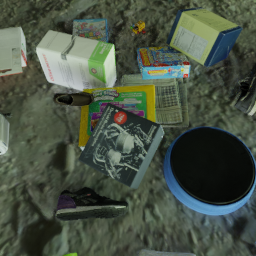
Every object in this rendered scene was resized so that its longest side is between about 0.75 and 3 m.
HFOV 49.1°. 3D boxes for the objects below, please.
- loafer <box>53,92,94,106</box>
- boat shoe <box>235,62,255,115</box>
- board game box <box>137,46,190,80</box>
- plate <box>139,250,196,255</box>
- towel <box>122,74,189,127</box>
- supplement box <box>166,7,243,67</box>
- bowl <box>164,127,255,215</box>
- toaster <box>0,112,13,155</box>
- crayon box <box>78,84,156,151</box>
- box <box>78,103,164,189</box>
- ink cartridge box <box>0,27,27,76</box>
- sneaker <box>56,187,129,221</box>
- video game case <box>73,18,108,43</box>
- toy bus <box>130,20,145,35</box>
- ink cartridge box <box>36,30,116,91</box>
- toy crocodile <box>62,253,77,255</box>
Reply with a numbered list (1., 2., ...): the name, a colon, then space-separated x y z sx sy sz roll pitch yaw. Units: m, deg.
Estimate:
1. loafer: -1.779 -0.908 9.268 1.344 0.490 0.479 -5 16 -14
2. boat shoe: 4.663 -1.665 10.728 0.777 0.900 2.478 19 65 8
3. board game box: 1.359 -2.643 11.192 1.813 0.517 1.852 -4 39 -3
4. plate: 1.075 4.174 7.511 1.633 0.264 1.629 4 59 2
5. towel: 1.026 -1.125 10.655 2.519 0.435 2.425 0 58 -1
6. supplement box: 3.060 -3.728 11.286 2.065 1.388 2.068 38 41 20
7. bowl: 2.673 1.249 9.113 2.987 0.586 2.987 0 58 0
8. toaster: -4.823 0.258 9.426 1.964 1.116 1.268 -11 63 -5
9. crayon box: -0.322 -0.327 9.694 2.568 0.749 2.216 -2 65 6
10. box: -0.154 0.526 8.262 1.762 1.007 1.935 24 82 17
11. ink cartridge box: -5.070 -3.003 11.670 1.482 0.685 2.720 -11 60 -7
12. sneaker: -1.055 2.174 8.450 2.167 0.820 0.949 -2 53 -1
13. video game case: -1.715 -4.149 12.646 1.560 0.194 2.179 -3 58 -2
14. toy bus: 0.455 -4.640 12.850 0.658 0.360 0.697 -5 58 -3
15. ink cartridge box: -1.853 -2.394 10.570 2.597 1.890 1.091 16 60 10
16. toy crocodile: -1.950 3.911 7.500 2.220 0.685 0.749 -14 61 -3
